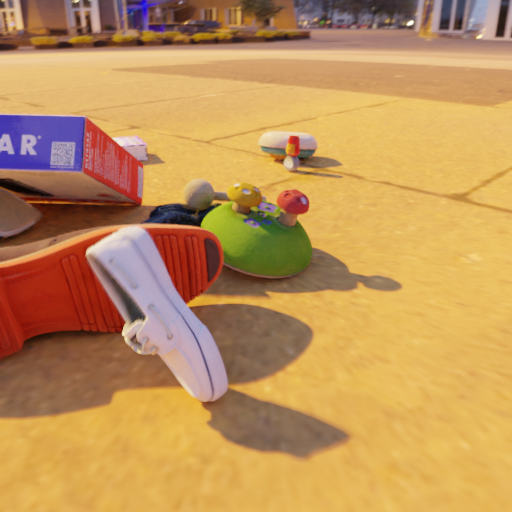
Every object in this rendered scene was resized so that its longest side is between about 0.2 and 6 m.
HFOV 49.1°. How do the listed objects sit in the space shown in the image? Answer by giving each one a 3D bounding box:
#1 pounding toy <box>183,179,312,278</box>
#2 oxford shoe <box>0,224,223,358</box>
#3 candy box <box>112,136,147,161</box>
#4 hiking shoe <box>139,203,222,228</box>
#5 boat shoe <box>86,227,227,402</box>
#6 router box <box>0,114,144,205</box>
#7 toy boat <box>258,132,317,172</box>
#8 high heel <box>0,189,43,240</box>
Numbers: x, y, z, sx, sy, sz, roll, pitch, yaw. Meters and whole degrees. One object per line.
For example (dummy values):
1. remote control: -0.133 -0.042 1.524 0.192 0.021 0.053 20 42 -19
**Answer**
1. pounding toy: -0.001 -0.701 8.163 1.682 1.011 2.179 -3 36 -30
2. oxford shoe: -2.181 0.182 6.524 3.620 1.288 1.313 -11 26 -23
3. candy box: -3.344 -2.572 13.630 1.177 0.421 0.987 -10 26 -22
4. hiking shoe: -1.335 -0.390 8.618 1.002 0.754 1.990 5 14 28
5. boat shoe: -0.981 0.642 5.255 0.617 1.847 0.679 -29 -4 -40
6. router box: -3.892 -1.497 9.214 3.355 0.819 3.011 2 -3 5
7. toy boat: 0.769 -2.479 13.188 1.435 0.793 1.707 3 16 -4
8. high heel: -4.857 -0.518 8.937 1.734 0.869 2.433 -15 -5 34
